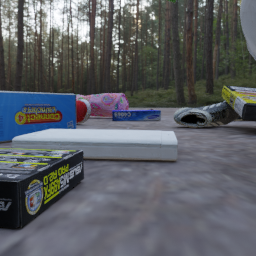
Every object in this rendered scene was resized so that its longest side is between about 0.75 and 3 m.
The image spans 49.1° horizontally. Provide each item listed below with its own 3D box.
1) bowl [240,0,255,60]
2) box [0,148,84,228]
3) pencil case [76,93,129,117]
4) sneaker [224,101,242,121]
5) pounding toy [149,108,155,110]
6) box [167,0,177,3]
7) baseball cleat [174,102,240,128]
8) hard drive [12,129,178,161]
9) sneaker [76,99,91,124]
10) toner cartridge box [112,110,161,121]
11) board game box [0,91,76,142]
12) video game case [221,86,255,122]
[{"bbox_3d":[2.798,-0.760,3.322,2.868,2.864,1.071,-6,-34,-28],"label":"bowl"},{"bbox_3d":[-0.977,0.321,1.864,1.134,0.251,0.909,1,4,10],"label":"box"},{"bbox_3d":[-1.274,-0.938,12.128,2.574,1.125,1.125,1,5,24],"label":"pencil case"},{"bbox_3d":[4.746,-0.767,10.420,2.789,1.081,1.111,0,-4,6],"label":"sneaker"},{"bbox_3d":[1.019,-0.585,12.757,0.474,0.475,0.829,-27,-14,17],"label":"pounding toy"},{"bbox_3d":[0.804,-4.149,7.323,1.693,1.222,0.308,11,44,-23],"label":"box"},{"bbox_3d":[2.168,-0.262,7.284,1.875,0.654,0.998,-9,13,-3],"label":"baseball cleat"},{"bbox_3d":[-0.316,0.183,3.577,1.816,0.239,1.198,1,5,7],"label":"hard drive"},{"bbox_3d":[-2.076,-0.474,8.321,2.052,0.731,1.154,-6,-4,45],"label":"sneaker"},{"bbox_3d":[0.289,-0.471,10.362,1.748,0.377,0.830,-1,6,-3],"label":"toner cartridge box"},{"bbox_3d":[-2.983,-0.248,5.213,2.832,0.808,2.892,3,6,36],"label":"board game box"},{"bbox_3d":[3.903,-0.506,6.514,2.966,0.378,2.680,7,17,7],"label":"video game case"}]
